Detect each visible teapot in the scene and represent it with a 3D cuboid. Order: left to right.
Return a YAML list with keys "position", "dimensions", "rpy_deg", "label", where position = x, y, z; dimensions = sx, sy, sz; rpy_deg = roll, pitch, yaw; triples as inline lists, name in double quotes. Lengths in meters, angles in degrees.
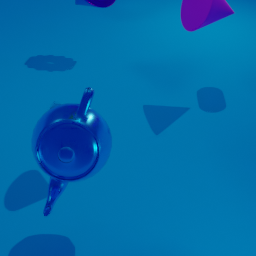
- position: [-0.844, 0.319, 4.032]
  dimensions: [1.190, 1.913, 0.937]
  rpy_deg: [20, 9, -7]
  label: "teapot"

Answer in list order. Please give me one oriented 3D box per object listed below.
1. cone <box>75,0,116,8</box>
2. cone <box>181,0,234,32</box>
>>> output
- position: [-0.990, -3.131, 6.535]
  dimensions: [1.112, 1.112, 1.116]
  rpy_deg: [-40, 18, -30]
  label: "cone"
- position: [2.061, -2.806, 6.602]
  dimensions: [1.177, 1.172, 1.172]
  rpy_deg: [0, 45, -24]
  label: "cone"
